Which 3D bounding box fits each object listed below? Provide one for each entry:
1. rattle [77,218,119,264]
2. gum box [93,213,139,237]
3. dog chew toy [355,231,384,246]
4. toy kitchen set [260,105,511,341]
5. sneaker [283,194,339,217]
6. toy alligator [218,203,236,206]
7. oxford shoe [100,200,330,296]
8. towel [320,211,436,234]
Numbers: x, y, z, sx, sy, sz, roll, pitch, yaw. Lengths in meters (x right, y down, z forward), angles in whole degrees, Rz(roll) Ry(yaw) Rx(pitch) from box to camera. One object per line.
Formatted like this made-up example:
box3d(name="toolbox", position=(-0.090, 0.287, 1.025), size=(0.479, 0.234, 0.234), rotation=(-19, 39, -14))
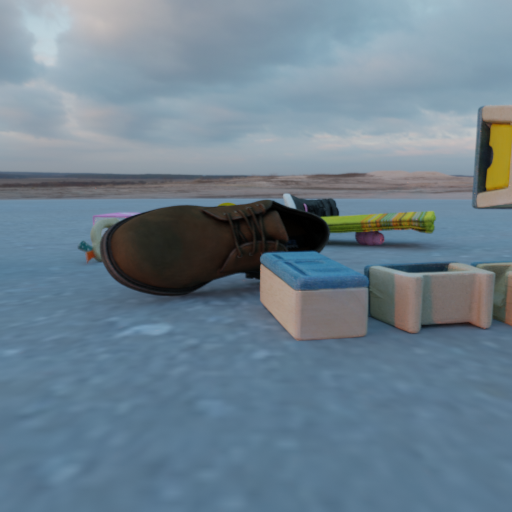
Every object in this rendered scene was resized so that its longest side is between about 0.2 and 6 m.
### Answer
box3d(name="rattle", position=(-2.255, -0.090, 7.847), size=(0.703, 0.640, 0.983), rotation=(-10, 28, 32))
box3d(name="gum box", position=(-1.667, -0.409, 9.284), size=(1.757, 0.581, 0.997), rotation=(2, 7, 14))
box3d(name="dog chew toy", position=(1.992, -0.329, 9.740), size=(0.354, 0.354, 0.569), rotation=(-5, 16, -34))
box3d(name="toy kitchen set", position=(1.152, -0.346, 4.394), size=(2.069, 1.658, 1.219), rotation=(-1, 8, -12))
box3d(name="sneaker", position=(1.277, -0.995, 12.731), size=(1.231, 0.878, 2.482), rotation=(-4, 2, 7))
box3d(name="toy alligator", position=(-0.503, -0.258, 7.951), size=(2.561, 0.760, 0.695), rotation=(-2, 48, -8))
box3d(name="oxford shoe", position=(-0.274, -0.205, 5.351), size=(2.437, 0.886, 1.029), rotation=(-8, -12, -40))
box3d(name="towel", position=(1.585, -0.545, 10.021), size=(3.105, 0.280, 1.336), rotation=(-2, 8, 20))
